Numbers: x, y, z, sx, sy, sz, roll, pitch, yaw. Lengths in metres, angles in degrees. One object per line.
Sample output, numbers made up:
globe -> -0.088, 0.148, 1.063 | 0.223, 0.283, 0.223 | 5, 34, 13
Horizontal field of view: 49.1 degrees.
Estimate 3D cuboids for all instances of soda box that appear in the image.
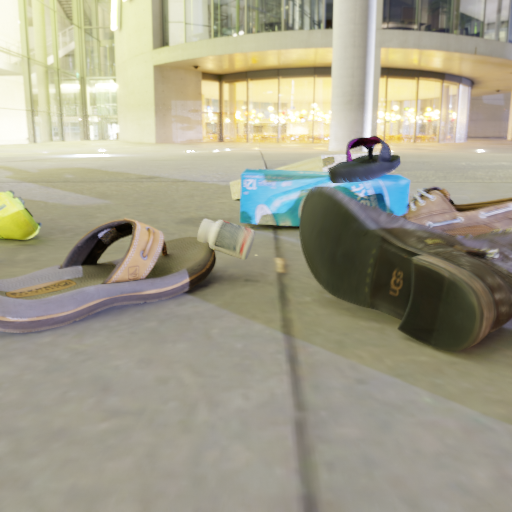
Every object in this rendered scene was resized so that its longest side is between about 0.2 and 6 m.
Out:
soda box -> 1.323, -1.151, 11.271 | 3.244, 1.041, 1.100 | 2, 14, 4

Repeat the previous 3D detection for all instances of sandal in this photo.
sandal -> -1.752, 0.040, 6.648 | 1.361, 0.909, 3.331 | 12, 17, 42
sandal -> 2.064, -1.858, 10.415 | 1.072, 0.682, 2.851 | -2, 14, 21

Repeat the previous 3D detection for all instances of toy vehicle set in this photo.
toy vehicle set -> 1.349, -2.050, 14.671 | 2.382, 0.508, 3.834 | -10, 2, -36

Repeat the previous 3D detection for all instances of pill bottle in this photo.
pill bottle -> -0.395, -0.240, 7.322 | 0.681, 0.407, 0.407 | 18, 15, 5

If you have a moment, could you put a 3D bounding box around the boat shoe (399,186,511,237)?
boat shoe -> 2.884, -0.591, 9.036 | 2.830, 1.024, 1.022 | 1, 16, 11

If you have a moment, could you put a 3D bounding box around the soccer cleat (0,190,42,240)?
soccer cleat -> -5.084, -0.641, 10.289 | 2.953, 0.955, 1.235 | 15, 49, 35

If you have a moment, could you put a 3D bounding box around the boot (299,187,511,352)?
boot -> 2.182, 0.027, 6.310 | 2.579, 1.026, 2.963 | -8, 34, -35
